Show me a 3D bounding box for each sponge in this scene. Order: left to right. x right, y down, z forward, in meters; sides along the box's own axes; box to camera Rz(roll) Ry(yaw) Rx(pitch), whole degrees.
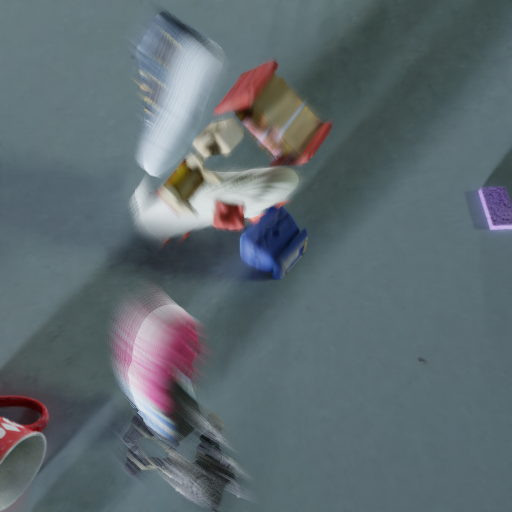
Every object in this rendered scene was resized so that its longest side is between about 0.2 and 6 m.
[{"bbox_3d":[4.227,-0.839,9.797,0.453,0.121,0.812,-4,62,-1],"label":"sponge"}]

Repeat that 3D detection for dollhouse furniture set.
[{"bbox_3d":[-0.231,-1.433,8.262,1.392,1.052,2.587,43,74,-25],"label":"dollhouse furniture set"}]

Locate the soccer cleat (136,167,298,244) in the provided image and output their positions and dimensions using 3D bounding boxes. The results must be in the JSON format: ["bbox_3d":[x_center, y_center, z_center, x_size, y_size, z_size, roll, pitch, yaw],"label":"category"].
[{"bbox_3d":[-0.662,-0.989,8.833,2.632,1.021,0.912,-16,28,13],"label":"soccer cleat"}]

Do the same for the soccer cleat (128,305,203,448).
[{"bbox_3d":[-1.282,1.432,7.048,0.863,2.470,1.066,-31,50,-32],"label":"soccer cleat"}]

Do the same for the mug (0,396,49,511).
[{"bbox_3d":[-3.771,2.541,7.675,1.599,1.419,1.067,20,100,15],"label":"mug"}]

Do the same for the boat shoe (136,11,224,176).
[{"bbox_3d":[-1.453,-2.534,8.965,1.135,2.500,0.884,42,37,12],"label":"boat shoe"}]

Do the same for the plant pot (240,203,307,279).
[{"bbox_3d":[0.316,-0.187,9.040,0.798,0.887,0.887,38,71,13],"label":"plant pot"}]

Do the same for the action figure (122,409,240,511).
[{"bbox_3d":[-0.737,2.415,6.622,1.618,0.826,0.962,26,39,-23],"label":"action figure"}]
